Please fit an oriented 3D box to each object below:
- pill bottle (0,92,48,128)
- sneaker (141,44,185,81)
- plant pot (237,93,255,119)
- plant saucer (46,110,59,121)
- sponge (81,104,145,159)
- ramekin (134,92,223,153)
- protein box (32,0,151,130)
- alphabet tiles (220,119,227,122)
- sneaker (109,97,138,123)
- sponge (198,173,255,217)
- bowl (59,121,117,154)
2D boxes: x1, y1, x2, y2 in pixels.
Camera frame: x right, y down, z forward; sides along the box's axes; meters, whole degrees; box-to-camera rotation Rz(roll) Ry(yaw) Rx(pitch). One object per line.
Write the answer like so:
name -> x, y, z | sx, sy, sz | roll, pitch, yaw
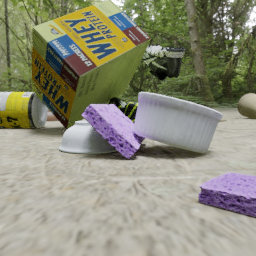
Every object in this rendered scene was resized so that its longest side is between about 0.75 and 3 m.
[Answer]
pill bottle -> -3.901, -0.602, 9.389 | 2.112, 1.207, 1.207 | 0, 5, 3
sneaker -> 0.978, -2.286, 9.785 | 0.866, 1.179, 2.606 | -11, 23, -27
plant pot -> 6.767, -1.046, 14.907 | 1.350, 1.350, 1.442 | 0, 18, -1
plant saucer -> -4.283, -0.619, 13.809 | 2.582, 0.472, 2.582 | 0, 4, 0
sponge -> -0.152, -0.014, 4.965 | 0.986, 0.263, 1.767 | 43, 9, 3
ramekin -> 0.793, -0.080, 4.778 | 1.451, 0.707, 1.451 | 15, 3, -1
protein box -> -1.208, -1.864, 8.386 | 2.688, 1.813, 2.668 | -37, -12, -33
alphabet tiles -> 3.074, -0.387, 13.277 | 2.761, 0.087, 2.297 | 4, 6, 38
sneaker -> 0.101, -0.286, 8.240 | 1.027, 1.014, 2.688 | 10, 9, -27
sponge -> 1.205, 0.566, 2.208 | 1.120, 0.167, 0.625 | 5, 7, 43
bowl -> -0.700, 0.132, 5.147 | 1.137, 0.511, 1.137 | -1, 5, 0
